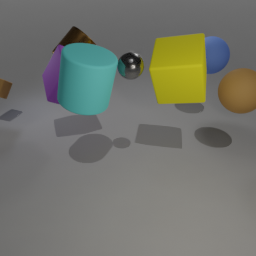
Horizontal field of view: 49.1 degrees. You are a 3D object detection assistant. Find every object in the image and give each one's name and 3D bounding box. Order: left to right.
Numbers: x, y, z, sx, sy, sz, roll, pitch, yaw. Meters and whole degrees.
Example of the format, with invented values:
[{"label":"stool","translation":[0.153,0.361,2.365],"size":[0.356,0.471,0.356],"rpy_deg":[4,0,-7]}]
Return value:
[{"label":"cube","translation":[-5.132,-1.621,11.026],"size":[0.700,0.700,0.700],"rpy_deg":[21,0,4]},{"label":"cube","translation":[-1.924,-1.686,9.562],"size":[1.400,1.400,1.400],"rpy_deg":[13,40,-37]},{"label":"cylinder","translation":[-2.164,-3.195,11.598],"size":[1.400,1.400,1.400],"rpy_deg":[-50,41,0]},{"label":"cylinder","translation":[-1.077,-1.280,7.299],"size":[1.400,1.400,1.400],"rpy_deg":[10,36,-8]},{"label":"ball","translation":[0.066,-1.609,7.294],"size":[0.700,0.700,0.700],"rpy_deg":[0,29,0]},{"label":"cube","translation":[1.503,-1.675,8.091],"size":[1.400,1.400,1.400],"rpy_deg":[0,52,18]},{"label":"ball","translation":[3.183,-2.792,10.782],"size":[1.400,1.400,1.400],"rpy_deg":[0,29,0]},{"label":"ball","translation":[3.525,-1.146,8.705],"size":[1.400,1.400,1.400],"rpy_deg":[0,29,0]}]
